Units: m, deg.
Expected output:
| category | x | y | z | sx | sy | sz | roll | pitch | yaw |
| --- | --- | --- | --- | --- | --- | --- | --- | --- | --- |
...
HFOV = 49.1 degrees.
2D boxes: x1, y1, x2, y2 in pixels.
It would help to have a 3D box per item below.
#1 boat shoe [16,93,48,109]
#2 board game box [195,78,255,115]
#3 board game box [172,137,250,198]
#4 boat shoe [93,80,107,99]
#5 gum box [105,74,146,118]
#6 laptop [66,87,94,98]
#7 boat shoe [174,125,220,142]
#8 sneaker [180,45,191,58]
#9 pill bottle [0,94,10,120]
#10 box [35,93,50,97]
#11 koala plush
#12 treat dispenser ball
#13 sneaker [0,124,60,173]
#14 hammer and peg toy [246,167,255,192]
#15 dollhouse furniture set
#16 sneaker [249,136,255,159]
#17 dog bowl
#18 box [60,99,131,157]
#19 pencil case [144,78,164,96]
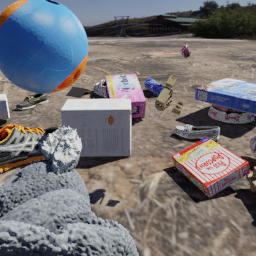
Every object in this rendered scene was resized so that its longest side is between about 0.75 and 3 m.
| category | x | y | z | sx | sy | sz | roll | pitch | yaw |
| --- | --- | --- | --- | --- | --- | --- | --- | --- | --- |
| boat shoe | -4.425 | -1.275 | 12.878 | 0.615 | 0.519 | 1.725 | 13 | 26 | 29 |
| board game box | 4.503 | -1.375 | 11.317 | 2.547 | 0.555 | 2.559 | -20 | 30 | -40 |
| board game box | 2.084 | 0.948 | 7.264 | 1.228 | 0.375 | 1.621 | -27 | 29 | -12 |
| boat shoe | -1.116 | -2.079 | 14.361 | 0.946 | 0.864 | 2.630 | -9 | 24 | -20 |
| gum box | -0.153 | -1.370 | 12.041 | 1.405 | 0.819 | 2.476 | -5 | 39 | -8 |
| laptop | -2.536 | -1.813 | 14.797 | 0.981 | 0.607 | 1.048 | 12 | -3 | 26 |
| boat shoe | 2.351 | 0.094 | 9.615 | 1.535 | 0.492 | 0.566 | 11 | 25 | 25 |
| sneaker | 2.332 | -3.041 | 11.198 | 0.418 | 0.352 | 0.955 | 41 | 6 | 1 |
| pill bottle | -5.664 | -0.695 | 10.610 | 2.063 | 1.200 | 1.200 | -9 | 24 | -20 |
| box | -4.426 | -1.894 | 14.436 | 0.439 | 0.475 | 0.926 | -17 | 28 | -35 |
| koala plush | -1.216 | 1.462 | 4.164 | 2.619 | 2.528 | 2.850 | 8 | 20 | -13 |
| treat dispenser ball | -2.808 | -2.629 | 9.190 | 3.005 | 3.005 | 3.005 | 0 | 23 | 0 |
| sneaker | -3.070 | 0.393 | 8.095 | 1.146 | 1.131 | 2.928 | 16 | 25 | 37 |
| hammer and peg toy | 3.810 | 1.375 | 6.357 | 1.829 | 0.645 | 1.345 | -1 | 21 | -3 |
| dollhouse furniture set | 1.114 | -0.719 | 6.674 | 0.674 | 0.424 | 0.762 | 28 | 69 | 14 |
| sneaker | 4.463 | 0.817 | 7.784 | 1.075 | 0.808 | 2.159 | 0 | 21 | -41 |
| dog bowl | 4.243 | -0.762 | 11.449 | 1.834 | 0.676 | 1.834 | 1 | 23 | 0 |
| box | -0.901 | -0.027 | 8.551 | 2.000 | 1.523 | 1.064 | 0 | 23 | -1 |
| pencil case | 1.380 | -2.196 | 14.906 | 0.722 | 0.649 | 1.662 | 12 | 17 | -20 |
